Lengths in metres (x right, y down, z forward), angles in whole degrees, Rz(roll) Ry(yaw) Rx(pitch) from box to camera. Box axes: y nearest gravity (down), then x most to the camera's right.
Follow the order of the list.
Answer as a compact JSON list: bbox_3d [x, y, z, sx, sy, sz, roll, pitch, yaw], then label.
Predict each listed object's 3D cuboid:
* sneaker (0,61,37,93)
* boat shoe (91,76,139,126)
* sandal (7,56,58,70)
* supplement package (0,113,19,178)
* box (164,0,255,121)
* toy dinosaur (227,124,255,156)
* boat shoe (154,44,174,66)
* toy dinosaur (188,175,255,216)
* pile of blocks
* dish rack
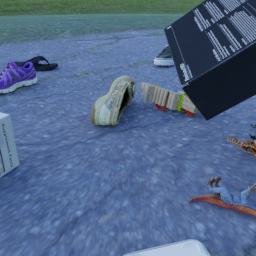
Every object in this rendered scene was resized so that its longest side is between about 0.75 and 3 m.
[{"bbox_3d":[-4.581,-1.980,10.656,0.970,1.004,2.406,15,31,27],"label":"sneaker"},{"bbox_3d":[-0.240,-0.804,8.526,0.800,0.935,2.552,14,39,17],"label":"boat shoe"},{"bbox_3d":[-4.606,-3.126,13.413,2.466,0.590,0.927,3,27,6],"label":"sandal"},{"bbox_3d":[-3.348,0.574,5.225,1.252,1.256,2.142,11,29,22],"label":"supplement package"},{"bbox_3d":[1.976,-1.762,5.935,1.969,1.100,2.790,-28,35,21],"label":"box"},{"bbox_3d":[3.093,0.344,6.442,1.412,0.721,0.958,25,47,4],"label":"toy dinosaur"},{"bbox_3d":[2.179,-3.926,14.530,1.043,1.026,2.893,14,30,26],"label":"boat shoe"},{"bbox_3d":[1.911,1.309,4.891,1.095,1.207,0.634,50,12,32],"label":"toy dinosaur"},{"bbox_3d":[1.369,-0.839,8.844,2.182,0.678,0.896,22,21,23],"label":"pile of blocks"},{"bbox_3d":[0.577,1.948,3.557,1.389,0.302,1.192,-6,26,-14],"label":"dish rack"}]
